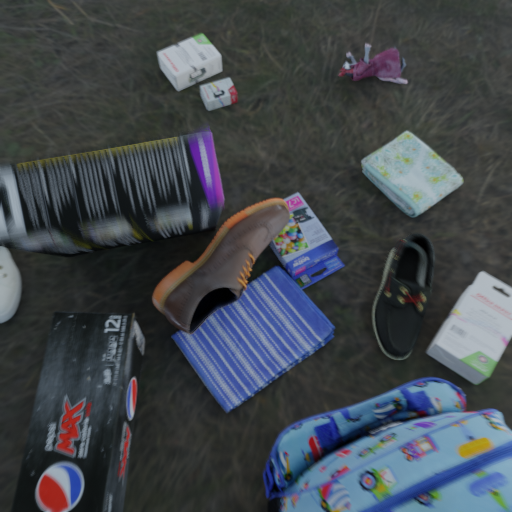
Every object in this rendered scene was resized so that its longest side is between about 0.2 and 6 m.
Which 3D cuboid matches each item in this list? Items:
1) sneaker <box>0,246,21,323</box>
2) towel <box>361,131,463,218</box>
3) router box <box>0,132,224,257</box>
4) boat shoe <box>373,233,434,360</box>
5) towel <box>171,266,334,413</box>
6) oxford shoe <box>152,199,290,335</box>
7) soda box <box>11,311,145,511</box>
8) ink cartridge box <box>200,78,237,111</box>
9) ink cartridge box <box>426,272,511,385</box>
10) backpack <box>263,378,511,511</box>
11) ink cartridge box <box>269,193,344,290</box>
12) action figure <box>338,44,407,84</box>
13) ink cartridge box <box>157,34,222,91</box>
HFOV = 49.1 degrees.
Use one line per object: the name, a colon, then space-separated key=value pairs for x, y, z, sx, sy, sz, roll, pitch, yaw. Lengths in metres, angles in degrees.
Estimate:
sneaker: x=-5.108 y=-0.139 z=10.235 sx=1.036 sy=1.205 sz=2.846 roll=-18 pitch=66 yaw=-11
towel: x=3.164 y=-1.701 z=11.479 sx=1.417 sy=0.399 sz=1.656 roll=-35 pitch=68 yaw=-15
router box: x=-2.128 y=-0.778 z=8.989 sx=3.017 sy=4.044 sz=1.033 roll=-11 pitch=89 yaw=-7
boat shoe: x=2.668 y=0.684 z=10.063 sx=0.857 sy=0.734 sz=2.342 roll=17 pitch=66 yaw=-2
towel: x=-0.031 y=1.392 z=9.952 sx=2.428 sy=0.290 sz=1.758 roll=-33 pitch=67 yaw=-16
oxford shoe: x=-0.377 y=0.205 z=9.995 sx=3.006 sy=1.072 sz=1.096 roll=-43 pitch=55 yaw=-7
soda box: x=-2.685 y=2.879 z=8.636 sx=1.387 sy=1.241 sz=3.920 roll=1 pitch=62 yaw=2
ink cartridge box: x=-0.838 y=-3.608 z=12.513 sx=0.716 sy=0.297 sz=0.522 roll=-19 pitch=64 yaw=-10
ink cartridge box: x=3.906 y=1.243 z=9.853 sx=1.015 sy=0.583 sz=1.733 roll=34 pitch=68 yaw=16
backpack: x=1.834 y=3.061 z=7.084 sx=3.501 sy=3.834 sz=2.580 roll=-18 pitch=64 yaw=-8
ink cartridge box: x=0.822 y=-0.309 z=10.801 sx=1.049 sy=0.369 sz=1.758 roll=-27 pitch=68 yaw=-13
action figure: x=2.576 y=-4.241 z=12.748 sx=1.441 sy=0.965 sz=1.073 roll=-16 pitch=103 yaw=2
ink cartridge box: x=-1.518 y=-4.433 z=12.819 sx=1.199 sy=0.504 sz=0.873 roll=-29 pitch=66 yaw=-14
